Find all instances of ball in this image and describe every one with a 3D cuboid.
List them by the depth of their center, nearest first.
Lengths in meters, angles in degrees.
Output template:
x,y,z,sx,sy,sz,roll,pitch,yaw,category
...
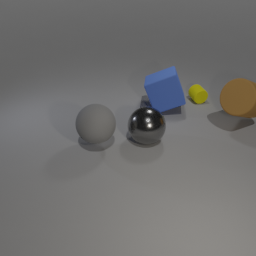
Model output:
x,y,z,sx,sy,sz,roll,pitch,yaw,category
-1.116,-0.144,9.742,1.400,1.400,1.400,0,32,0,ball
0.684,-0.086,10.237,1.400,1.400,1.400,0,32,0,ball

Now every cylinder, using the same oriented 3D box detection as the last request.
x,y,z,sx,sy,sz,roll,pitch,yaw,category
4.494,-1.118,10.791,1.400,1.400,1.400,3,22,-45,cylinder
3.324,-1.616,13.296,0.700,0.700,0.700,-8,35,-12,cylinder

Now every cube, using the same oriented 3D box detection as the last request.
x,y,z,sx,sy,sz,roll,pitch,yaw,category
1.618,-1.683,12.297,1.400,1.400,1.400,-18,23,15,cube
